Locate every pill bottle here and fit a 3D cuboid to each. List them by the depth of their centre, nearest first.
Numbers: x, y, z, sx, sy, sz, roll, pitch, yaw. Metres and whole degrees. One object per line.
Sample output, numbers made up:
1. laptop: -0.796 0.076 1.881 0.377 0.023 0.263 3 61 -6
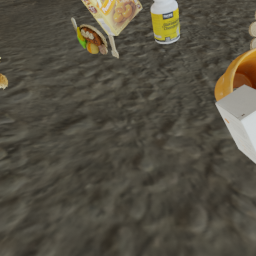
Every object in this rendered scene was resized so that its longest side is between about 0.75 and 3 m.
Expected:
1. pill bottle: 1.337 -4.006 10.086 0.957 1.709 0.957 -9 41 8

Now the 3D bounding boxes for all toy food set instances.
1. toy food set: -0.837 -2.038 6.567 1.249 0.862 0.251 29 73 21

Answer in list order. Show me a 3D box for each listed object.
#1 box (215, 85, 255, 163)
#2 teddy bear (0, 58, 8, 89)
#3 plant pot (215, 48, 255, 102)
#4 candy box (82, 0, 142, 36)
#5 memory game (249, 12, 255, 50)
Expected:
1. box: 1.982 -0.015 4.375 0.567 1.067 0.812 -33 25 5
2. teddy bear: -3.186 -1.712 5.685 0.748 2.239 1.624 -38 43 -14
3. plant pot: 2.685 -0.868 6.214 1.571 1.571 1.439 -4 4 -6
4. candy box: -0.855 -4.989 10.208 1.613 2.795 0.773 -51 38 -11
5. memory game: 3.950 -2.499 7.403 1.882 1.882 0.120 -14 17 -18
